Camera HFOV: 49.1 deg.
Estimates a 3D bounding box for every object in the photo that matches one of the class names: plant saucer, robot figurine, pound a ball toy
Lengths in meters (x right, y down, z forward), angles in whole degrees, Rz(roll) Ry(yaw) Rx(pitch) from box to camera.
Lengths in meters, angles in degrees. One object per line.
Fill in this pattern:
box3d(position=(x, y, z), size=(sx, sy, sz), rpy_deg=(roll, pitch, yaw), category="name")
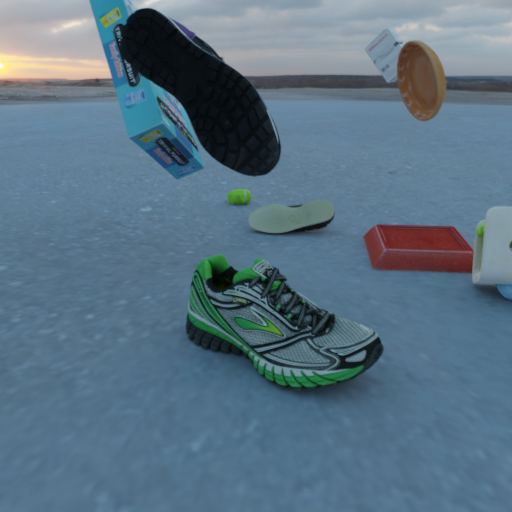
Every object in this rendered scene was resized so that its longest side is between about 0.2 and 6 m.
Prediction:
box3d(position=(3.227, -3.409, 10.881), size=(0.290, 1.547, 1.547), rpy_deg=(-18, 23, -8), category="plant saucer")
box3d(position=(3.251, -0.213, 11.074), size=(2.072, 0.380, 2.068), rpy_deg=(1, 20, 5), category="plant saucer")
box3d(position=(-0.427, -1.546, 14.742), size=(0.666, 0.385, 0.585), rpy_deg=(-2, 20, -3), category="robot figurine")
box3d(position=(5.326, 0.160, 9.100), size=(3.345, 1.421, 2.181), rpy_deg=(5, -5, 15), category="pound a ball toy")

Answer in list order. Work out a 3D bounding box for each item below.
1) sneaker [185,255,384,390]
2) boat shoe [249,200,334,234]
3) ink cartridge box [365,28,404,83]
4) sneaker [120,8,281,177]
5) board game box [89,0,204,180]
box3d(position=(0.202, 0.766, 7.070), size=(2.922, 1.245, 1.140), rpy_deg=(14, 24, 33), category="sneaker")
box3d(position=(0.794, -0.810, 12.475), size=(1.894, 0.693, 0.593), rpy_deg=(-8, -16, 5), category="boat shoe")
box3d(position=(3.066, -4.562, 12.764), size=(0.718, 0.978, 0.405), rpy_deg=(-36, -7, 40), category="ink cartridge box")
box3d(position=(-0.476, -2.117, 7.139), size=(2.573, 0.974, 1.127), rpy_deg=(49, 25, 8), category="sneaker")
box3d(position=(-1.898, -3.000, 10.060), size=(0.642, 2.736, 2.065), rpy_deg=(-21, -15, 9), category="board game box")
